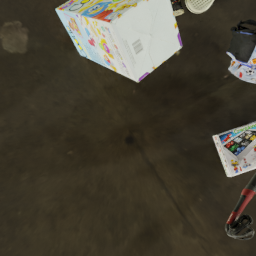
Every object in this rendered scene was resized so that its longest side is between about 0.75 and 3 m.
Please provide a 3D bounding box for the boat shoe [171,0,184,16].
[{"bbox_3d":[0.909,-3.344,8.087,1.385,0.507,0.434,-19,97,-4],"label":"boat shoe"}]

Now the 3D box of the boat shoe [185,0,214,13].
[{"bbox_3d":[2.138,-4.508,8.393,1.031,0.860,2.762,11,71,-9],"label":"boat shoe"}]

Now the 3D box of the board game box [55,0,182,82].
[{"bbox_3d":[-0.302,-2.410,6.652,1.427,1.453,2.771,-40,42,-13],"label":"board game box"}]

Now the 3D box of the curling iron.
[{"bbox_3d":[2.737,1.451,6.069,0.556,0.287,2.243,16,54,37],"label":"curling iron"}]

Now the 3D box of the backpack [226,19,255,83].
[{"bbox_3d":[3.455,-1.767,6.906,1.780,1.440,1.869,8,28,3],"label":"backpack"}]

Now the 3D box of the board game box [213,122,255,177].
[{"bbox_3d":[3.019,0.422,6.791,1.655,0.286,1.045,-17,84,-6],"label":"board game box"}]
